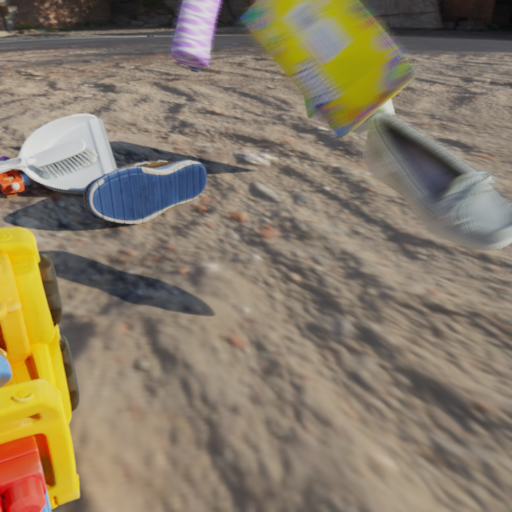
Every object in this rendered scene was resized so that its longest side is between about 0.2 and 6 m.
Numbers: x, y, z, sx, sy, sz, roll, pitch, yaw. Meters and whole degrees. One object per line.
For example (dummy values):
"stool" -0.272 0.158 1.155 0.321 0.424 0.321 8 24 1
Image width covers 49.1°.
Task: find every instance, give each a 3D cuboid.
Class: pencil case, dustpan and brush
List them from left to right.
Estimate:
"dustpan and brush" -4.814 -2.107 12.559 3.017 0.863 2.106 -19 70 -5
"pencil case" -1.015 -4.178 9.929 0.708 1.657 0.695 12 1 20

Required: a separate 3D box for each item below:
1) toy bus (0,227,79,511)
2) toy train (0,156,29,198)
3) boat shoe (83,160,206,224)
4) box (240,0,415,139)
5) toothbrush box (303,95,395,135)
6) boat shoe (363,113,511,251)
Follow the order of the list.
"toy bus" -2.338 1.318 4.786 1.673 2.465 2.366 -12 35 -23
"toy train" -5.073 -1.855 13.035 2.222 0.618 1.669 -18 40 -33
"boat shoe" -2.421 -1.378 11.648 1.122 1.120 3.101 13 19 33
"box" 0.941 -2.428 6.604 1.045 1.713 1.650 -39 3 22
"toothbrush box" 1.883 -4.167 12.370 1.816 2.494 1.074 6 -22 -41
"boat shoe" 2.180 -0.912 6.752 0.808 0.703 2.191 -40 66 -8
